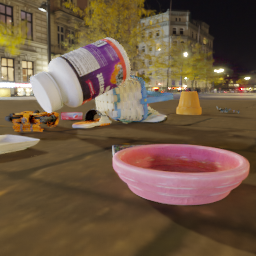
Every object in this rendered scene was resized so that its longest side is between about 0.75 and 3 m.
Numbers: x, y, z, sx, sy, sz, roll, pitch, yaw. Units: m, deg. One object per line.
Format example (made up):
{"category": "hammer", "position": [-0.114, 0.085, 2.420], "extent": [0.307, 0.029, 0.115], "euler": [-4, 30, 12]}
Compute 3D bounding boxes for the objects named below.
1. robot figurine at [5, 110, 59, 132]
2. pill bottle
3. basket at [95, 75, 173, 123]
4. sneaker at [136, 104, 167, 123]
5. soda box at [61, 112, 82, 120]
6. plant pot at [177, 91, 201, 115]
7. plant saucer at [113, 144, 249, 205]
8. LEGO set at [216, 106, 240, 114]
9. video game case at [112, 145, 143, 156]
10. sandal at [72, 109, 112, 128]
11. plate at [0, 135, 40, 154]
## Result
{"category": "robot figurine", "position": [-2.974, -0.238, 9.043], "extent": [1.535, 0.616, 2.117], "euler": [0, 7, 0]}
{"category": "pill bottle", "position": [-1.504, -1.657, 9.000], "extent": [2.939, 1.638, 1.638], "euler": [-32, 22, -27]}
{"category": "basket", "position": [0.140, -1.206, 11.352], "extent": [2.685, 1.868, 2.368], "euler": [-16, 16, -25]}
{"category": "sneaker", "position": [0.809, -0.646, 11.500], "extent": [1.709, 0.799, 0.602], "euler": [5, 8, 39]}
{"category": "soda box", "position": [-2.531, -0.550, 12.624], "extent": [0.940, 0.329, 0.298], "euler": [-1, 7, -12]}
{"category": "plant pot", "position": [3.452, -1.426, 15.787], "extent": [1.380, 1.264, 1.380], "euler": [0, 7, 0]}
{"category": "plant saucer", "position": [0.640, 0.551, 3.591], "extent": [1.669, 0.423, 1.669], "euler": [1, 8, 0]}
{"category": "LEGO set", "position": [5.846, -0.979, 16.427], "extent": [1.333, 0.378, 0.866], "euler": [21, 20, 35]}
{"category": "video game case", "position": [0.049, 0.459, 5.648], "extent": [0.716, 0.090, 0.786], "euler": [0, 8, -4]}
{"category": "sandal", "position": [-1.241, -0.378, 10.151], "extent": [0.809, 0.605, 2.113], "euler": [3, 8, 22]}
{"category": "plate", "position": [-2.800, 0.356, 5.935], "extent": [1.341, 0.217, 1.344], "euler": [4, 9, 37]}
